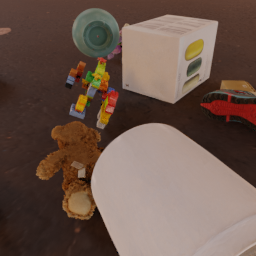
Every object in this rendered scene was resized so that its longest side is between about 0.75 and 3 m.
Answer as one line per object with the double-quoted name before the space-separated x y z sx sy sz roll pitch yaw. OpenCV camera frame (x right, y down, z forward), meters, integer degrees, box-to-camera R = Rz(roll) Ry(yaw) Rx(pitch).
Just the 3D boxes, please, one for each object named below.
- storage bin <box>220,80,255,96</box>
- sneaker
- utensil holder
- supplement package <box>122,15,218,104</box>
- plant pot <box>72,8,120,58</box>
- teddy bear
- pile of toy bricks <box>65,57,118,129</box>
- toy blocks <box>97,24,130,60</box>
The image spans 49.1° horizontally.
"storage bin" 3.782 -1.255 9.687 0.963 0.455 0.970 1 31 1
"sneaker" 3.629 -0.677 8.165 2.731 1.083 1.305 21 36 30
"utensil holder" 0.758 1.328 4.007 2.103 2.103 2.475 -14 32 -22
"supplement package" 1.525 -2.646 10.215 2.216 2.232 2.941 22 38 31
"plant pot" -1.168 -3.518 10.618 1.875 1.875 1.256 -5 24 -8
"teddy bear" -0.950 0.899 6.043 1.794 0.826 2.475 -28 49 -27
"pile of toy bricks" -0.995 -1.437 8.525 1.561 1.389 2.814 20 33 -17
"toy blocks" -0.481 -3.725 13.217 1.651 1.766 1.487 9 64 36
